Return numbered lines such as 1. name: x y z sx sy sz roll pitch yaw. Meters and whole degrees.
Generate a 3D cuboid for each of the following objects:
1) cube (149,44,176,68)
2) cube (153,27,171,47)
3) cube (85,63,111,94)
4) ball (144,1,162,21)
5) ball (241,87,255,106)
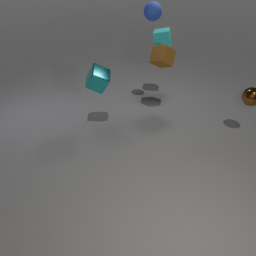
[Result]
1. cube: 1.383 -2.865 11.219 0.700 0.700 0.700 15 -3 -42
2. cube: 1.527 -3.999 12.448 0.700 0.700 0.700 -4 32 15
3. cube: -1.107 -1.814 10.307 0.700 0.700 0.700 20 44 -23
4. ball: 0.945 -4.426 10.621 0.700 0.700 0.700 0 31 0
5. ball: 4.549 -1.148 10.295 0.700 0.700 0.700 0 31 0
